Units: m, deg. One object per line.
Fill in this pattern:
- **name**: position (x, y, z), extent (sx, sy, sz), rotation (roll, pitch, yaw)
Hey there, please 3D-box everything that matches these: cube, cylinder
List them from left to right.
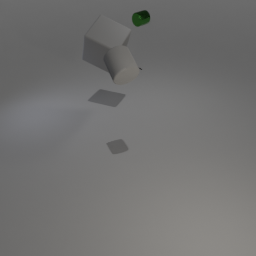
- **cube**: position (-0.881, -3.355, 11.305), extent (1.400, 1.400, 1.400), rotation (27, 61, 1)
- **cylinder**: position (-0.166, -1.549, 6.949), extent (0.700, 0.700, 0.700), rotation (-16, 68, -23)
- **cylinder**: position (0.680, -5.698, 14.562), extent (0.700, 0.700, 0.700), rotation (-30, 43, -32)
